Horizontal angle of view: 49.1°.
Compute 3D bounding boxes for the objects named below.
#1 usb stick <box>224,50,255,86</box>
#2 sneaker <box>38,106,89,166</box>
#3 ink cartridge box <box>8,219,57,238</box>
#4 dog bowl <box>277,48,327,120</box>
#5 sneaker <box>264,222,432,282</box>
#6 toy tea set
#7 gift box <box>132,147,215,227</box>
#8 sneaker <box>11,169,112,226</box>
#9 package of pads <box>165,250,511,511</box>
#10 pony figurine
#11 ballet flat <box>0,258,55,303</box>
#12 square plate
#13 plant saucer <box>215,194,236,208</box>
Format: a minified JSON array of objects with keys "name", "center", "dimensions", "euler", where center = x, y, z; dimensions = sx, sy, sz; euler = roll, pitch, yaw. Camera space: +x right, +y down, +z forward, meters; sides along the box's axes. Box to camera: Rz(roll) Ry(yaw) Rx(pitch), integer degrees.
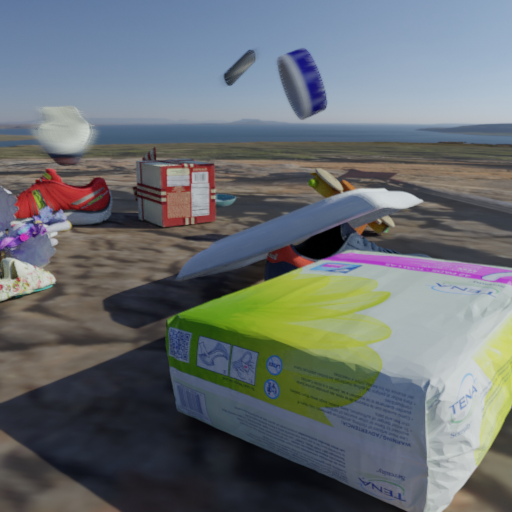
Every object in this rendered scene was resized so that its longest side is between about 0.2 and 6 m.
[{"name":"usb stick","center":[-0.165,-1.943,5.776],"dimensions":[0.088,0.150,0.542],"euler":[12,50,30]},{"name":"sneaker","center":[-3.577,-2.079,10.531],"dimensions":[0.890,1.003,2.373],"euler":[-5,29,-15]},{"name":"ink cartridge box","center":[-4.785,-0.546,12.038],"dimensions":[0.668,0.384,0.920],"euler":[1,14,3]},{"name":"dog bowl","center":[1.079,-4.053,13.230],"dimensions":[0.612,1.555,1.555],"euler":[-23,17,-3]},{"name":"sneaker","center":[1.495,-0.009,8.239],"dimensions":[2.919,1.234,1.094],"euler":[-7,16,-26]},{"name":"toy tea set","center":[2.034,-0.875,12.359],"dimensions":[2.806,1.038,1.668],"euler":[11,34,-55]},{"name":"gift box","center":[-1.992,-1.748,13.978],"dimensions":[1.701,1.843,1.721],"euler":[-3,13,-34]},{"name":"sneaker","center":[-5.128,-1.419,13.481],"dimensions":[3.188,1.354,1.228],"euler":[-6,15,-21]},{"name":"package of pads","center":[1.158,0.829,5.250],"dimensions":[2.491,1.100,3.224],"euler":[10,18,38]},{"name":"pony figurine","center":[-3.969,-0.288,9.341],"dimensions":[1.743,1.504,1.806],"euler":[-37,1,25]},{"name":"ballet flat","center":[-3.702,0.359,8.090],"dimensions":[0.708,0.598,1.871],"euler":[7,16,29]},{"name":"square plate","center":[0.760,-0.408,8.491],"dimensions":[3.079,0.442,3.108],"euler":[-20,-3,26]},{"name":"plant saucer","center":[-1.401,-1.630,16.635],"dimensions":[1.601,0.219,1.601],"euler":[0,14,0]}]
